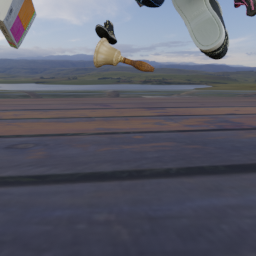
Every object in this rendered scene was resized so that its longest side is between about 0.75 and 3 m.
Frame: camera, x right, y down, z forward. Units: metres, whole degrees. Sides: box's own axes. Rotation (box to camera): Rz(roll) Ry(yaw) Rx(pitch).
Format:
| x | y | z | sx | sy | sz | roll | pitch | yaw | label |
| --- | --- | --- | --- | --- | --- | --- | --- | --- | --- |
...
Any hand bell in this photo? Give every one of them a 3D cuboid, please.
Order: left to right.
| x | y | z | sx | sy | sz | roll | pitch | yaw | label |
| --- | --- | --- | --- | --- | --- | --- | --- | --- | --- |
| -0.049 | -1.871 | 7.836 | 1.648 | 0.858 | 0.858 | 21 | 15 | 14 | hand bell |

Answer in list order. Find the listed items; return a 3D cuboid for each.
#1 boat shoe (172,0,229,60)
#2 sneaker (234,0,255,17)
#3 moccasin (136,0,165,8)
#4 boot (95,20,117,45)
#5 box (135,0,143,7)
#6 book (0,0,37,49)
| x | y | z | sx | sy | sz | roll | pitch | yaw | label |
| --- | --- | --- | --- | --- | --- | --- | --- | --- | --- |
| 1.923 | -3.112 | 7.561 | 1.096 | 2.898 | 0.874 | -19 | -23 | 28 | boat shoe |
| 1.682 | -2.055 | 4.175 | 0.385 | 0.974 | 0.465 | -14 | -26 | -33 | sneaker |
| 0.286 | -3.582 | 6.455 | 0.756 | 0.892 | 2.218 | 13 | -9 | 42 | moccasin |
| -0.951 | -4.122 | 11.621 | 0.455 | 0.952 | 1.260 | -24 | -28 | 28 | boot |
| 0.353 | -3.993 | 7.867 | 0.467 | 0.766 | 0.738 | -15 | -35 | 32 | box |
| -3.635 | -3.675 | 9.106 | 0.559 | 1.553 | 2.324 | 20 | -9 | -10 | book |
